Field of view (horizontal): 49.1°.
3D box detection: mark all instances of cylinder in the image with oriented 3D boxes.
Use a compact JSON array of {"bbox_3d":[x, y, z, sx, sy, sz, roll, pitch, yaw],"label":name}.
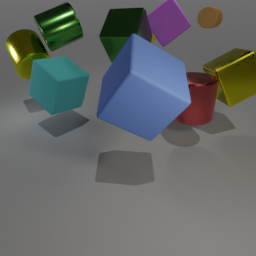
[{"bbox_3d":[2.195,-1.000,9.314,1.400,1.400,1.400,-1,27,0],"label":"cylinder"},{"bbox_3d":[-2.637,-3.852,10.715,1.400,1.400,1.400,-28,36,-10],"label":"cylinder"},{"bbox_3d":[2.891,-3.881,9.846,0.700,0.700,0.700,18,27,28],"label":"cylinder"},{"bbox_3d":[-3.869,-2.857,10.959,1.400,1.400,1.400,-18,64,-28],"label":"cylinder"}]

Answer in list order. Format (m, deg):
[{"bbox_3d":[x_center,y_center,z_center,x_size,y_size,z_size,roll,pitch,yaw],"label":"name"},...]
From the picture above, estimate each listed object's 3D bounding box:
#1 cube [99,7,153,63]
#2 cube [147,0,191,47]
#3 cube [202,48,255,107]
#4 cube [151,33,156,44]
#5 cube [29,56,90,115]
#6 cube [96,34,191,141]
[{"bbox_3d":[-0.030,-3.378,10.320,1.400,1.400,1.400,7,65,21],"label":"cube"},{"bbox_3d":[1.661,-4.495,11.778,1.400,1.400,1.400,-34,16,22],"label":"cube"},{"bbox_3d":[3.680,-1.801,9.811,1.400,1.400,1.400,-28,20,5],"label":"cube"},{"bbox_3d":[1.084,-4.542,13.286,0.700,0.700,0.700,32,35,-3],"label":"cube"},{"bbox_3d":[-2.444,-1.529,9.897,1.400,1.400,1.400,40,38,24],"label":"cube"},{"bbox_3d":[0.308,-0.841,6.038,1.400,1.400,1.400,24,43,-21],"label":"cube"}]
